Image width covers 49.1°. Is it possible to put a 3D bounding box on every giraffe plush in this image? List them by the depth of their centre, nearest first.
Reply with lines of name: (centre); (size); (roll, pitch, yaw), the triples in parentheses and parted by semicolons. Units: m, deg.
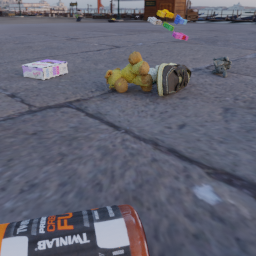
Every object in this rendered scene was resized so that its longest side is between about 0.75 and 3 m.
giraffe plush: (-0.084, -1.789, 9.673); (1.341, 1.427, 1.654); (-27, 40, -8)

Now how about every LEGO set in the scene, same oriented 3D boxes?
LEGO set: (1.105, -3.060, 8.011); (0.583, 0.542, 1.422); (-16, 47, -44)

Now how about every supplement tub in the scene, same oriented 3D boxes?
supplement tub: (-0.784, 1.375, 2.704); (1.899, 1.016, 1.016); (-6, 25, -13)

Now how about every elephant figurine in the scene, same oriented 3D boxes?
elephant figurine: (3.946, -2.610, 12.057); (1.090, 0.772, 0.846); (-42, 16, -35)

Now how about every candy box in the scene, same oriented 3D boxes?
candy box: (-3.507, -2.507, 11.933); (1.221, 0.521, 1.455); (13, 27, 27)

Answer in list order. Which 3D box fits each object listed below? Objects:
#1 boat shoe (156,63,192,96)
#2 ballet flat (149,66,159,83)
boat shoe: (1.663, -1.770, 9.719); (0.929, 1.010, 2.827); (3, 19, 19)
ballet flat: (1.047, -2.141, 11.048); (0.628, 0.628, 1.808); (20, 31, 37)
